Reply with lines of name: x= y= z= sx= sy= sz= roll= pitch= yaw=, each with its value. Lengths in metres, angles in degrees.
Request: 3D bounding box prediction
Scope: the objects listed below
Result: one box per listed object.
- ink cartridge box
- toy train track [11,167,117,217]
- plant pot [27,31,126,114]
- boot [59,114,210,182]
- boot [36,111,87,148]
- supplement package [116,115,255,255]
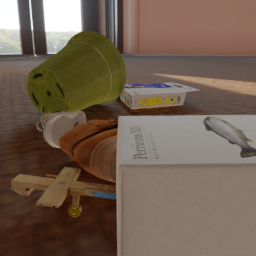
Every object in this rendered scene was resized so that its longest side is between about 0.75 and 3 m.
ink cartridge box: x=1.002 y=-1.268 z=10.399 sx=2.535 sy=0.596 sz=2.505 roll=-3 pitch=16 yaw=-14
toy train track: x=-0.437 y=0.958 z=3.779 sx=2.212 sy=0.360 sz=1.269 roll=6 pitch=11 yaw=1
plant pot: x=-1.706 y=-1.433 z=8.562 sx=2.493 sy=2.493 sz=2.368 roll=9 pitch=33 yaw=27
boot: x=0.254 y=0.169 z=5.211 sx=2.719 sy=1.002 sz=2.104 roll=-9 pitch=13 yaw=-38
boot: x=-1.659 y=0.013 z=6.321 sx=0.924 sy=0.711 sz=1.934 roll=-3 pitch=9 yaw=11
supplement package: x=1.096 y=0.695 z=2.728 sx=2.411 sy=1.414 sz=1.409 roll=-1 pitch=18 yaw=-2
